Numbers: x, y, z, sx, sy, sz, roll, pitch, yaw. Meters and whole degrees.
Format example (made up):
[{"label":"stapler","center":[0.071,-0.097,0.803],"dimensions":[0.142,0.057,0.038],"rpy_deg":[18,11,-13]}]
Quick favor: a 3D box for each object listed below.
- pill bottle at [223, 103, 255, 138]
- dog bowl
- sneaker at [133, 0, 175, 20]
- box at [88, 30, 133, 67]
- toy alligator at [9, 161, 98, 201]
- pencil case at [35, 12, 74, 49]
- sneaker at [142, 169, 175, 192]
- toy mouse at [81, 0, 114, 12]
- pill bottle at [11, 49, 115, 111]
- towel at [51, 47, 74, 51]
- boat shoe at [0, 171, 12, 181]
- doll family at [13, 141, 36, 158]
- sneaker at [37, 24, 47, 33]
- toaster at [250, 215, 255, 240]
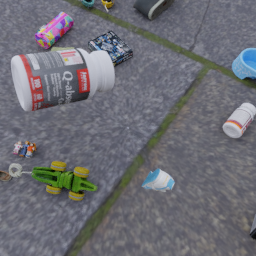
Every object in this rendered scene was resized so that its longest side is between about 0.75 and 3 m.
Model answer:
[{"label":"pill bottle","center":[4.112,-0.293,10.262],"dimensions":[0.710,0.710,1.297],"rpy_deg":[37,66,19]},{"label":"dog bowl","center":[5.608,-2.329,11.489],"dimensions":[2.642,0.655,1.473],"rpy_deg":[41,68,21]},{"label":"sneaker","center":[1.391,-6.391,13.697],"dimensions":[1.258,0.886,2.368],"rpy_deg":[38,68,17]},{"label":"box","center":[-0.782,-3.458,12.293],"dimensions":[1.318,0.381,1.658],"rpy_deg":[-33,65,-18]},{"label":"toy alligator","center":[-2.371,1.568,9.172],"dimensions":[2.986,0.717,0.990],"rpy_deg":[14,93,8]},{"label":"pencil case","center":[-3.305,-4.397,12.602],"dimensions":[0.861,0.861,1.947],"rpy_deg":[28,63,15]},{"label":"sneaker","center":[0.561,1.068,5.449],"dimensions":[0.408,1.009,0.386],"rpy_deg":[33,74,-3]},{"label":"toy mouse","center":[-1.654,-6.612,14.081],"dimensions":[2.149,0.468,2.418],"rpy_deg":[14,60,7]},{"label":"pill bottle","center":[-1.732,-1.388,7.664],"dimensions":[2.499,1.448,1.448],"rpy_deg":[-16,60,-26]},{"label":"towel","center":[-2.876,-2.870,12.018],"dimensions":[1.139,0.280,1.536],"rpy_deg":[1,61,2]},{"label":"boat shoe","center":[-4.419,1.562,9.393],"dimensions":[0.974,0.350,0.369],"rpy_deg":[1,60,1]},{"label":"doll family","center":[-3.579,0.742,9.909],"dimensions":[0.930,0.419,0.577],"rpy_deg":[6,66,24]},{"label":"sneaker","center":[-3.886,-4.664,13.027],"dimensions":[0.834,0.333,0.297],"rpy_deg":[-36,66,-19]},{"label":"toaster","center":[4.335,2.964,8.099],"dimensions":[1.240,1.371,0.814],"rpy_deg":[20,59,20]}]
